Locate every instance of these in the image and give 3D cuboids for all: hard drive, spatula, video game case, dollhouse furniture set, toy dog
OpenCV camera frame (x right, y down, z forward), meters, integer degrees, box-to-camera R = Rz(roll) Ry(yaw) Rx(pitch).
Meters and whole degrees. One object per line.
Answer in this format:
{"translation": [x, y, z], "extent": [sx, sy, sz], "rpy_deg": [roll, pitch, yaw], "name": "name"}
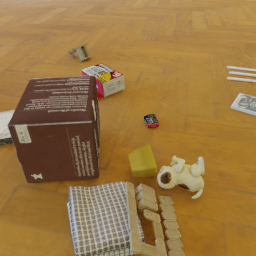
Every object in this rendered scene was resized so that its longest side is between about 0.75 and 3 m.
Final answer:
{"translation": [-4.954, -0.039, 11.319], "extent": [1.344, 0.364, 1.924], "rpy_deg": [-11, 40, -14], "name": "hard drive"}
{"translation": [6.828, -2.868, 15.158], "extent": [2.834, 0.228, 1.971], "rpy_deg": [10, 39, 13], "name": "spatula"}
{"translation": [5.670, -1.054, 12.797], "extent": [1.531, 0.179, 1.392], "rpy_deg": [22, 43, 26], "name": "video game case"}
{"translation": [-2.900, -4.538, 17.082], "extent": [1.169, 0.824, 0.819], "rpy_deg": [-5, 24, 47], "name": "dollhouse furniture set"}
{"translation": [1.621, 1.567, 8.884], "extent": [1.397, 0.975, 1.354], "rpy_deg": [-1, 73, -4], "name": "toy dog"}

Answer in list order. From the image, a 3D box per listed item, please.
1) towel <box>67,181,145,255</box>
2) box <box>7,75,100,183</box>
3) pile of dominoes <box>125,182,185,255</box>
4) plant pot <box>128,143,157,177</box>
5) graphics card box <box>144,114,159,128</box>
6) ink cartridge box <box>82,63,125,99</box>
{"translation": [-0.680, 2.422, 7.599], "extent": [1.805, 0.933, 2.180], "rpy_deg": [-9, 38, -13], "name": "towel"}
{"translation": [-2.231, -0.052, 9.584], "extent": [2.401, 2.426, 2.924], "rpy_deg": [-3, 38, -2], "name": "box"}
{"translation": [0.630, 2.529, 7.524], "extent": [1.743, 0.356, 2.237], "rpy_deg": [28, 30, -22], "name": "pile of dominoes"}
{"translation": [0.456, 1.147, 9.215], "extent": [0.787, 0.892, 0.892], "rpy_deg": [-16, 64, -2], "name": "plant pot"}
{"translation": [0.975, -0.299, 11.780], "extent": [0.487, 0.198, 0.777], "rpy_deg": [-7, 37, -9], "name": "graphics card box"}
{"translation": [-1.414, -2.349, 13.923], "extent": [1.711, 0.817, 1.948], "rpy_deg": [-27, 43, -29], "name": "ink cartridge box"}
